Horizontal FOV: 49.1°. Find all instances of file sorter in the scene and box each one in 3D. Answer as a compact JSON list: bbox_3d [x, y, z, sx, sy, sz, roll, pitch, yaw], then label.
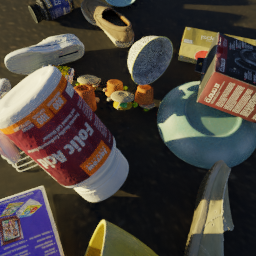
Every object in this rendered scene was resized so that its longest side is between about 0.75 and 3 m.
[{"bbox_3d":[-2.726,0.416,7.096,0.834,1.340,0.930,-22,64,-9],"label":"file sorter"}]

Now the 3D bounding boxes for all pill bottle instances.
[{"bbox_3d":[-1.312,0.260,6.171,1.658,2.904,1.658,-26,33,19],"label":"pill bottle"},{"bbox_3d":[-2.717,-4.302,9.948,1.448,0.810,0.810,-31,66,-16],"label":"pill bottle"},{"bbox_3d":[-2.142,-1.650,8.564,0.918,0.501,0.501,8,61,-10],"label":"pill bottle"}]

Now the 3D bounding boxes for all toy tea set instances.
[{"bbox_3d":[-0.488,-0.776,8.180,2.527,0.935,1.502,11,32,9],"label":"toy tea set"}]

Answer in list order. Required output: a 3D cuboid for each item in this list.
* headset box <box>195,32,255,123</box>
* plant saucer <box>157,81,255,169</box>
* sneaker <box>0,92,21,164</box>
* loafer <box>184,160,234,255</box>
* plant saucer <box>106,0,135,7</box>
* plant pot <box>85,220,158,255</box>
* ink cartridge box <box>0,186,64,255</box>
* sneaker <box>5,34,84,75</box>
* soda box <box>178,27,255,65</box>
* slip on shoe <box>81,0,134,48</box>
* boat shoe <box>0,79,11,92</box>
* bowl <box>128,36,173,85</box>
[{"bbox_3d":[3.244,-1.325,7.654,2.875,1.110,2.140,19,46,2],"label":"headset box"},{"bbox_3d":[2.331,-0.311,7.947,2.975,0.573,2.975,0,62,-1],"label":"plant saucer"},{"bbox_3d":[-2.757,-0.070,6.275,0.770,0.731,1.914,-27,65,-18],"label":"sneaker"},{"bbox_3d":[2.012,2.003,6.507,0.871,0.965,2.551,19,72,8],"label":"loafer"},{"bbox_3d":[-0.288,-4.930,10.613,1.220,0.235,1.220,0,62,0],"label":"plant saucer"},{"bbox_3d":[0.007,3.281,5.029,1.896,2.671,2.671,21,62,-6],"label":"plant pot"},{"bbox_3d":[-2.756,2.899,5.959,2.641,0.579,2.666,-16,60,-19],"label":"ink cartridge box"},{"bbox_3d":[-2.656,-2.384,8.982,2.471,0.902,0.875,-16,48,-15],"label":"sneaker"},{"bbox_3d":[2.891,-2.450,8.936,2.396,0.811,0.767,15,63,8],"label":"soda box"},{"bbox_3d":[-0.743,-3.860,9.705,1.004,0.800,2.640,-31,66,-15],"label":"slip on shoe"},{"bbox_3d":[-4.003,-0.659,8.115,0.621,0.699,1.901,3,51,6],"label":"boat shoe"},{"bbox_3d":[0.484,-1.989,7.812,1.468,1.468,0.689,-34,56,-17],"label":"bowl"}]
